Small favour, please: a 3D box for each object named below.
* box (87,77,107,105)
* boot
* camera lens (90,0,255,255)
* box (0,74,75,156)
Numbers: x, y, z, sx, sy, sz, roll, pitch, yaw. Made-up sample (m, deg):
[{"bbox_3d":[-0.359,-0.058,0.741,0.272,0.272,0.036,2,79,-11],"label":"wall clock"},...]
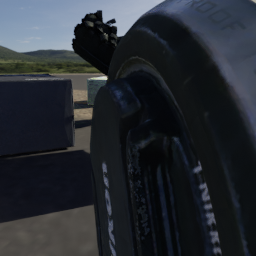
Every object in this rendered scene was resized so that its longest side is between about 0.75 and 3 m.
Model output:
[{"bbox_3d":[-0.872,-1.738,12.843,1.240,1.118,2.205,5,14,17],"label":"box"},{"bbox_3d":[-0.665,-1.815,8.440,2.335,2.850,1.054,38,54,4],"label":"boot"},{"bbox_3d":[1.163,0.378,1.656,2.612,2.089,2.089,-4,14,-14],"label":"camera lens"},{"bbox_3d":[-2.972,-0.424,6.426,2.897,1.508,2.638,-6,14,-24],"label":"box"}]
